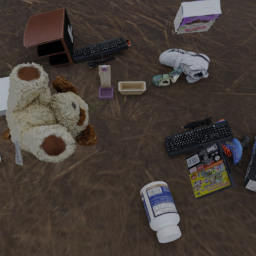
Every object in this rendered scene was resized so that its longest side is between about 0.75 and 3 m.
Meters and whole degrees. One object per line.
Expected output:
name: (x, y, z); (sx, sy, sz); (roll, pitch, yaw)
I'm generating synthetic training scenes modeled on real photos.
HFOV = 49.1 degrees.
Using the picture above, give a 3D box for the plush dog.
plush dog: (-2.036, -0.262, 7.668); (2.248, 2.100, 2.617); (-14, 77, -45)

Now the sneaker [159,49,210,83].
sneaker: (2.663, -2.945, 13.211); (2.411, 0.906, 1.386); (8, 48, 2)

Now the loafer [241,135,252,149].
loafer: (4.439, 0.642, 10.651); (0.335, 0.337, 0.926); (30, 58, 17)

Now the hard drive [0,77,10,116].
hard drive: (-5.513, -1.434, 12.385); (1.417, 0.282, 2.148); (-14, 51, -11)

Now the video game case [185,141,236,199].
video game case: (1.897, 1.020, 6.635); (0.150, 1.180, 1.066); (4, 62, -31)

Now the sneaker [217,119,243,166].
sneaker: (3.604, 0.592, 10.499); (0.826, 0.794, 2.107); (-13, 42, -1)

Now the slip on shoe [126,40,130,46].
slip on shoe: (-0.388, -4.482, 14.873); (1.054, 0.323, 0.391); (-10, 53, -6)

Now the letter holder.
letter holder: (-3.960, -4.508, 14.148); (2.067, 1.463, 2.909); (-11, 50, 3)

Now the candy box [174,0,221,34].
candy box: (2.634, -4.274, 10.856); (1.405, 1.675, 0.599); (-6, 88, 0)

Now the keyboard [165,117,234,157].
keyboard: (2.541, 0.187, 10.483); (2.485, 0.492, 1.294); (-16, 46, 8)

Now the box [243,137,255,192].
box: (5.827, 1.337, 9.827); (2.835, 0.710, 2.857); (20, 53, 15)

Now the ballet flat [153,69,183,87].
ballet flat: (1.905, -2.277, 13.004); (1.585, 0.588, 0.588); (-19, 53, -13)

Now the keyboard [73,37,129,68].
keyboard: (-1.365, -3.828, 14.157); (2.817, 0.290, 1.790); (-17, 52, -4)

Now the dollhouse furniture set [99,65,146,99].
dollhouse furniture set: (-0.283, -2.408, 12.387); (2.123, 1.507, 1.682); (-1, 50, -1)

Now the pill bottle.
pill bottle: (1.033, 2.580, 8.645); (0.925, 0.925, 1.666); (-11, 52, -9)
